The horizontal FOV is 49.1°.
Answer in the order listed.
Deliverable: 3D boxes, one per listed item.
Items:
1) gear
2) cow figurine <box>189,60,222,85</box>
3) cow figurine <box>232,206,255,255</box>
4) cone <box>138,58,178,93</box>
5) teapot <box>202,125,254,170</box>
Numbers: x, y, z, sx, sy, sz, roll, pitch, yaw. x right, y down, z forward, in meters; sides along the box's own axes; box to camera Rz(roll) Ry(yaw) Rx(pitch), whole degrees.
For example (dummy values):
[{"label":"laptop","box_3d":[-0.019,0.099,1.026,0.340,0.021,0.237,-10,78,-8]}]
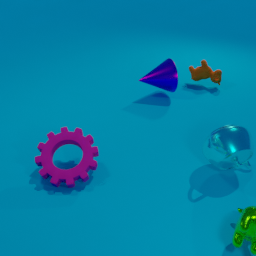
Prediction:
[{"label":"gear","box_3d":[-1.402,0.661,6.505,1.414,0.261,1.414,1,62,-2]},{"label":"cow figurine","box_3d":[2.936,-1.986,10.536,1.120,1.103,0.615,-24,-5,19]},{"label":"cow figurine","box_3d":[2.180,1.652,4.912,0.580,1.056,1.039,16,42,24]},{"label":"cone","box_3d":[0.922,-1.718,9.625,1.192,1.188,1.188,-11,35,-13]},{"label":"teapot","box_3d":[2.341,0.532,6.344,1.820,1.131,0.891,24,38,-42]}]
